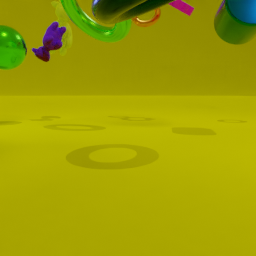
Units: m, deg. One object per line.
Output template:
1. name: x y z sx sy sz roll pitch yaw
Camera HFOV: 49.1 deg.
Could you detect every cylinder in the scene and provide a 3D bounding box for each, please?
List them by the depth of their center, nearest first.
1. cylinder: 2.547 -2.539 6.146 1.083 1.083 1.083 1 -4 5

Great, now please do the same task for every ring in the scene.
1. ring: 0.394 -1.772 3.477 1.810 0.362 1.810 -21 15 6
2. ring: -0.806 -2.893 6.799 1.993 0.399 1.993 27 -20 11
3. ring: 0.648 -4.062 10.015 1.058 1.058 0.212 2 -20 15

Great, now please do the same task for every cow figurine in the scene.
1. cow figurine: -2.649 -2.850 9.390 0.676 1.231 1.212 25 -20 -38
2. cow figurine: -2.414 -3.677 10.176 0.932 1.671 1.699 5 -9 -23

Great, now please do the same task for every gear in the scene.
1. gear: 1.429 -4.071 8.972 1.450 0.268 1.450 24 26 -13

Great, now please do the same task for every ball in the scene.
1. ball: -3.687 -2.376 8.318 1.291 1.291 1.291 0 7 0
